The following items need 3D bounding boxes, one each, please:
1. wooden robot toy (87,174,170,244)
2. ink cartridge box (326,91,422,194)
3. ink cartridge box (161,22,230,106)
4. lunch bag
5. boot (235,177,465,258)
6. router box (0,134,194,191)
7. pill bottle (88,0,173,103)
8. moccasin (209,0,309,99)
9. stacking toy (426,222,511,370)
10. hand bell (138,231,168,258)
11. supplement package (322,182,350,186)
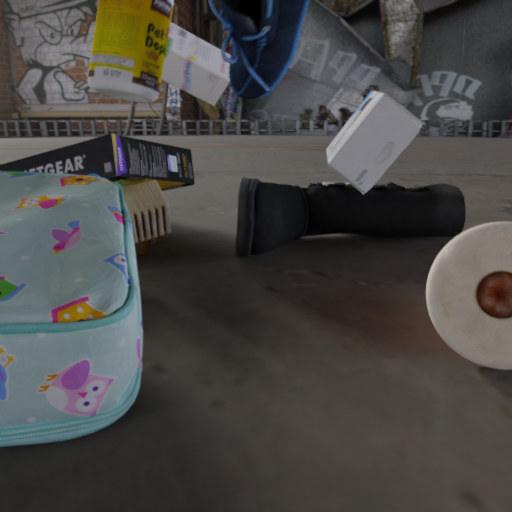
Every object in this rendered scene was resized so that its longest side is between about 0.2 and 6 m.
[{"bbox_3d":[-2.495,0.084,6.573,3.375,1.487,1.532,-9,53,-33],"label":"wooden robot toy"},{"bbox_3d":[0.994,-1.034,4.935,0.419,0.727,1.002,37,18,-6],"label":"ink cartridge box"},{"bbox_3d":[-1.069,-3.026,8.734,1.289,0.541,0.933,23,39,-19],"label":"ink cartridge box"},{"bbox_3d":[-2.167,0.219,4.528,2.368,1.138,2.953,-5,27,-14],"label":"lunch bag"},{"bbox_3d":[1.504,-0.589,8.753,3.489,1.145,2.876,5,17,3],"label":"boot"},{"bbox_3d":[-3.087,-1.591,11.027,2.969,0.776,2.335,-7,0,29],"label":"router box"},{"bbox_3d":[-1.148,-2.101,5.202,0.668,1.223,0.668,10,7,-1],"label":"pill bottle"},{"bbox_3d":[-0.013,-2.096,4.523,0.677,1.985,0.799,-15,63,-24],"label":"moccasin"},{"bbox_3d":[2.406,0.382,5.346,1.249,1.249,1.709,8,0,29],"label":"stacking toy"},{"bbox_3d":[-1.688,-0.218,8.652,0.503,0.503,0.966,1,27,2],"label":"hand bell"},{"bbox_3d":[1.600,-1.036,10.984,0.711,0.685,1.250,2,14,9],"label":"supplement package"}]
